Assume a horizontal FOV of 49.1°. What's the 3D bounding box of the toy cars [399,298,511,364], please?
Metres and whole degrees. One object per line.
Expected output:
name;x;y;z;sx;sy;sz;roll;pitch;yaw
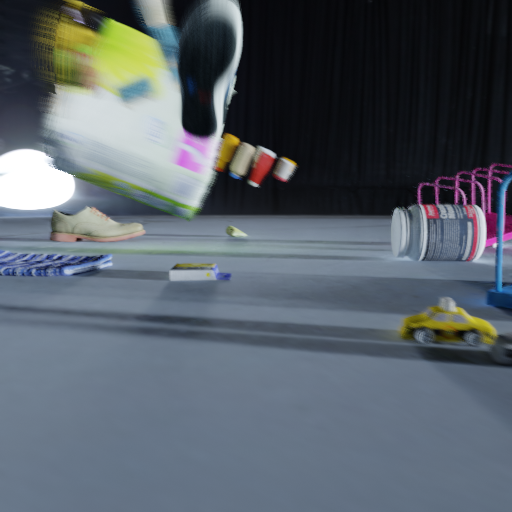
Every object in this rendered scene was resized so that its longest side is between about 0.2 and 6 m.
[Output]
toy cars;1.577;0.487;3.715;0.620;0.306;1.382;-4;7;-36

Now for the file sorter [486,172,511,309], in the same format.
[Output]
file sorter;3.467;-0.187;5.496;2.177;1.336;1.511;-6;7;-44

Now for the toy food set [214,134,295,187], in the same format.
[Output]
toy food set;0.024;-1.849;11.756;1.697;0.764;0.810;16;19;-31

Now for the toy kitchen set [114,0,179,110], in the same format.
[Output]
toy kitchen set;-1.666;-2.937;7.939;1.059;1.322;0.779;-22;1;-4

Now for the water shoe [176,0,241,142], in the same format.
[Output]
water shoe;-0.587;-2.300;6.769;0.698;0.771;1.954;15;-37;-5

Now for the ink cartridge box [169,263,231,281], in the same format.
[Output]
ink cartridge box;-0.730;0.211;7.497;0.776;0.182;0.767;-2;5;-1

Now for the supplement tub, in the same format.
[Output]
supplement tub;3.097;-0.394;9.604;1.393;0.978;0.978;0;5;2

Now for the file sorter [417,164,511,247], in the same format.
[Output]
file sorter;4.758;-1.102;12.038;2.172;1.362;1.509;-15;19;-21

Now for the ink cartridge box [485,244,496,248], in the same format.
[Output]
ink cartridge box;5.291;-0.474;13.224;0.831;0.484;1.141;3;5;31

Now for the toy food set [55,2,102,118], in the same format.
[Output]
toy food set;-2.783;-3.127;9.000;0.654;1.178;2.002;10;-19;-14

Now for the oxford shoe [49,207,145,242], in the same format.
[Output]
oxford shoe;-4.183;-0.830;14.692;2.485;0.917;0.880;0;5;-5

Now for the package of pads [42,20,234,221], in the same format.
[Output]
package of pads;-2.336;-2.998;11.762;3.186;4.123;1.406;20;-44;-14

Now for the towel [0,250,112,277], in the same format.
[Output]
towel;-3.462;0.089;8.355;2.185;0.261;1.582;1;6;11

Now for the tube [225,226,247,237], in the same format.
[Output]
tube;-0.635;-0.699;16.911;0.340;0.304;1.173;-40;18;-7
